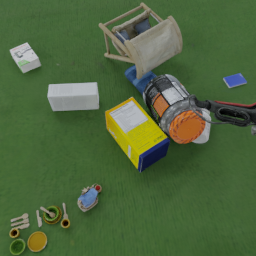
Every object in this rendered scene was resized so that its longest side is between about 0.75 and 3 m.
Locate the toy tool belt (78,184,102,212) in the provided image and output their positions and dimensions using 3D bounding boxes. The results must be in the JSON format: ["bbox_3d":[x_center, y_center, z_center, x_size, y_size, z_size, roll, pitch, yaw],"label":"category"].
[{"bbox_3d":[-1.161,2.065,8.564,0.590,0.581,0.945,34,64,19],"label":"toy tool belt"}]

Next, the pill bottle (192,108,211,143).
[{"bbox_3d":[2.526,-0.168,9.840,0.726,0.726,1.269,13,60,8],"label":"pill bottle"}]

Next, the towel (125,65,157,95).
[{"bbox_3d":[0.681,-1.865,11.060,0.968,0.421,1.734,-31,64,-17],"label":"towel"}]

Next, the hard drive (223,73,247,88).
[{"bbox_3d":[4.306,-1.913,11.278,0.773,0.098,0.510,-16,60,-10],"label":"hard drive"}]

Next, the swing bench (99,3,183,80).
[{"bbox_3d":[0.547,-3.552,11.241,2.378,1.551,2.391,-36,55,-21],"label":"swing bench"}]

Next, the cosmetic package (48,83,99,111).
[{"bbox_3d":[-1.977,-1.148,10.350,1.745,0.885,0.622,-2,58,-2],"label":"cosmetic package"}]

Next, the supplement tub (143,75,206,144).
[{"bbox_3d":[1.526,-0.653,9.383,1.452,1.452,2.370,-15,42,-9],"label":"supplement tub"}]

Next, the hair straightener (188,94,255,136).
[{"bbox_3d":[2.484,-0.289,5.784,2.505,0.513,0.964,13,29,3],"label":"hair straightener"}]

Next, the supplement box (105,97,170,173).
[{"bbox_3d":[0.276,0.208,9.370,1.136,1.143,2.087,-30,64,-18],"label":"supplement box"}]

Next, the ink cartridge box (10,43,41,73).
[{"bbox_3d":[-4.285,-2.932,11.680,0.814,0.470,1.119,-31,63,-17],"label":"ink cartridge box"}]

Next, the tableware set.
[{"bbox_3d":[-2.588,2.944,8.214,1.774,0.272,1.195,-15,60,-9],"label":"tableware set"}]
